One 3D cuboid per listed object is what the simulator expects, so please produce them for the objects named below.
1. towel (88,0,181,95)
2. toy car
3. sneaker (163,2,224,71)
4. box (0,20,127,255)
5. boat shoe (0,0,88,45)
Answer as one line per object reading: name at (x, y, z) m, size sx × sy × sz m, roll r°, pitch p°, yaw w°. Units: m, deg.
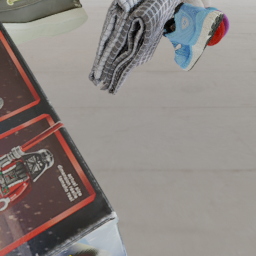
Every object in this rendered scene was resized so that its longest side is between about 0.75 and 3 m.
towel at (0.152, -2.002, 6.088) m, size 1.024 × 2.393 × 1.982 m, roll 32°, pitch 55°, yaw -1°
toy car at (1.816, -2.462, 6.792) m, size 1.193 × 1.392 × 1.590 m, roll 12°, pitch 36°, yaw 23°
sneaker at (1.114, -1.773, 5.314) m, size 0.891 × 1.982 × 0.777 m, roll 33°, pitch 84°, yaw 6°
box at (-0.844, -0.087, 1.985) m, size 0.501 × 1.719 × 2.511 m, roll -29°, pitch 60°, yaw -15°
boat shoe at (-1.989, -1.949, 4.914) m, size 2.610 × 0.780 × 0.933 m, roll -26°, pitch 6°, yaw -28°
